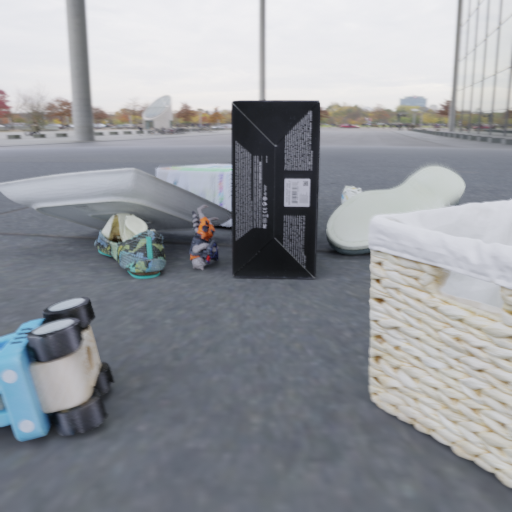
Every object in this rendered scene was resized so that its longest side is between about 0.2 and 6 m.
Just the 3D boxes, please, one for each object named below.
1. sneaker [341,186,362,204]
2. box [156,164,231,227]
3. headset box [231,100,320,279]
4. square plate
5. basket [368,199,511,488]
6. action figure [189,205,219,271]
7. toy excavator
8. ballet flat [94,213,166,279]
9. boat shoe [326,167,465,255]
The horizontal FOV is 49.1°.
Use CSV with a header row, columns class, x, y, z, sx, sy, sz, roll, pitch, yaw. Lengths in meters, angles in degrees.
class,x,y,z,sx,sy,sz,roll,pitch,yaw
sneaker,2.470,-1.403,14.232,0.592,0.625,1.546,0,15,-6
box,-0.644,-1.472,13.228,2.315,1.269,2.624,6,13,29
headset box,0.367,-1.326,9.755,1.361,2.623,3.525,1,15,2
square plate,-2.471,-0.870,10.268,3.150,0.448,3.121,-2,-9,27
basket,2.198,0.529,4.229,2.087,1.678,2.068,-7,15,-29
action figure,-0.856,-0.219,9.090,0.525,0.972,1.004,8,-17,3
toy excavator,-2.055,1.073,4.225,1.676,0.837,1.629,-14,13,-5
ballet flat,-2.113,-0.304,9.370,0.915,0.915,2.465,-9,16,-31
boat shoe,2.647,-0.659,10.702,3.456,1.068,1.258,-27,57,-31
